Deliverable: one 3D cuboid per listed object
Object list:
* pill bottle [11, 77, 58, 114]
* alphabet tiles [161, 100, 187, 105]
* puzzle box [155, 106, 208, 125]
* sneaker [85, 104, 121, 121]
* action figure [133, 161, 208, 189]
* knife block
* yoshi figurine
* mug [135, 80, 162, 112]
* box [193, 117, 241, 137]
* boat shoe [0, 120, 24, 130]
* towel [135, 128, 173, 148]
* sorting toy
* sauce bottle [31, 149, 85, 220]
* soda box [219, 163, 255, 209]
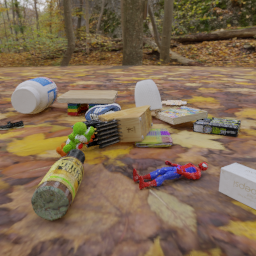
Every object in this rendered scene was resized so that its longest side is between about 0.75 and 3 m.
[{"bbox_3d":[-4.530,-1.576,13.625,1.582,1.582,2.819,1,15,2],"label":"pill bottle"},{"bbox_3d":[2.580,-1.400,15.702,1.389,0.101,1.359,3,15,11],"label":"alphabet tiles"},{"bbox_3d":[2.146,-0.564,11.713,1.466,0.280,2.204,-12,12,-11],"label":"puzzle box"},{"bbox_3d":[-1.124,-0.365,11.063,1.686,0.679,1.235,-14,28,21],"label":"sneaker"},{"bbox_3d":[1.090,1.039,6.643,1.889,0.488,0.618,-3,14,-21],"label":"action figure"},{"bbox_3d":[-0.498,-0.080,9.475,2.269,0.827,2.585,-1,16,18],"label":"knife block"},{"bbox_3d":[-1.528,0.254,7.965,0.692,1.236,0.695,29,31,-52],"label":"yoshi figurine"},{"bbox_3d":[0.797,-1.403,12.757,1.148,1.363,1.555,-10,-1,-19],"label":"mug"},{"bbox_3d":[3.398,-0.079,10.651,1.582,0.350,1.267,7,17,24],"label":"box"},{"bbox_3d":[-4.546,-0.133,10.903,0.937,0.311,0.350,-6,17,-20],"label":"boat shoe"},{"bbox_3d":[0.839,0.323,9.479,1.192,0.189,1.660,-3,15,3],"label":"towel"},{"bbox_3d":[-1.851,-1.234,13.689,2.541,0.884,2.525,0,16,2],"label":"sorting toy"},{"bbox_3d":[-1.361,1.039,6.043,0.742,0.742,2.293,0,17,1],"label":"sauce bottle"},{"bbox_3d":[2.670,1.269,5.517,0.547,0.585,1.717,-11,19,-33],"label":"soda box"}]
